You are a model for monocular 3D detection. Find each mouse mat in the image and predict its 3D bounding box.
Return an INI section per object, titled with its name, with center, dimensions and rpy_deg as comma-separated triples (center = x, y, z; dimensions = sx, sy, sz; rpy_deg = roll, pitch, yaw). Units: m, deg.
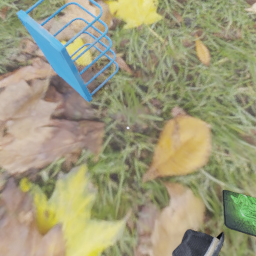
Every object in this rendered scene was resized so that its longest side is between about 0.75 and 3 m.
[mouse mat]
center = 2.739, 1.877, 6.085
dimensions = 1.319, 1.639, 0.062
rpy_deg = 13, 108, 13

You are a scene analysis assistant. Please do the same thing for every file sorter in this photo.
[file sorter]
center = -1.359, -2.181, 7.438
dimensions = 1.479, 2.411, 1.673
rpy_deg = -44, 69, -11

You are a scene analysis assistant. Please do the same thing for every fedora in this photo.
[fedora]
center = 1.345, 2.557, 5.773
dimensions = 0.682, 1.493, 1.493
rpy_deg = 33, 68, 19
